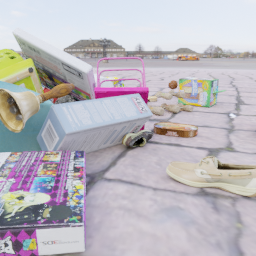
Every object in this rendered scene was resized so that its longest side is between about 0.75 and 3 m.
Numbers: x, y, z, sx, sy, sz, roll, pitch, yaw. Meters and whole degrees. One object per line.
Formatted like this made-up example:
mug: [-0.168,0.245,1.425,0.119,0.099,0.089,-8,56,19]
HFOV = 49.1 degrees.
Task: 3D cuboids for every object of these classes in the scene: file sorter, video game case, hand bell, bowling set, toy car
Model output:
file sorter: [-0.195,-1.012,8.742,1.476,2.124,1.332,-1,60,-1]
video game case: [-1.969,1.074,4.672,2.522,0.498,2.782,-2,15,-9]
hand bell: [-1.755,-0.632,5.789,0.869,0.869,1.668,10,29,34]
bowling set: [1.825,-1.357,12.143,2.088,1.453,1.121,-4,14,-29]
video game case: [-2.269,-1.778,9.535,2.989,2.724,0.344,30,68,15]
toy car: [-3.727,-1.203,12.212,1.671,1.540,1.478,-33,22,-8]

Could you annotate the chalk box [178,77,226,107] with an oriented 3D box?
chalk box: [3.690,-1.770,13.802,2.111,1.307,1.313,11,17,32]

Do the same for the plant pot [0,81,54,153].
plant pot: [-3.257,-0.191,6.849,2.643,1.868,1.867,3,17,-32]

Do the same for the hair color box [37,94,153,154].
hair color box: [-0.764,-0.048,7.007,2.626,1.300,0.796,-13,63,-42]

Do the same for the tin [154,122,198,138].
tin: [1.519,0.050,8.979,1.428,0.299,0.800,7,21,23]

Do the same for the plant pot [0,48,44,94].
plant pot: [-3.863,-1.062,8.776,1.994,2.197,2.186,18,42,36]

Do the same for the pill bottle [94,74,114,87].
pill bottle: [-2.087,-1.849,13.469,2.809,1.598,1.598,13,20,42]

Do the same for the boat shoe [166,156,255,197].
boat shoe: [1.633,0.821,5.454,1.815,0.590,0.655,8,17,29]

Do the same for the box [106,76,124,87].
box: [-0.876,-1.865,14.047,0.810,1.279,1.328,-19,24,-37]

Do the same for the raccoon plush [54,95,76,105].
raccoon plush: [-2.139,-0.189,9.441,2.157,1.044,1.445,-35,42,-15]

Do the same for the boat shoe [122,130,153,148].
boat shoe: [0.334,0.345,7.698,0.394,0.445,1.215,38,31,30]

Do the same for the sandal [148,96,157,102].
sandal: [0.632,-1.694,14.622,2.118,0.697,0.777,-10,18,-31]
